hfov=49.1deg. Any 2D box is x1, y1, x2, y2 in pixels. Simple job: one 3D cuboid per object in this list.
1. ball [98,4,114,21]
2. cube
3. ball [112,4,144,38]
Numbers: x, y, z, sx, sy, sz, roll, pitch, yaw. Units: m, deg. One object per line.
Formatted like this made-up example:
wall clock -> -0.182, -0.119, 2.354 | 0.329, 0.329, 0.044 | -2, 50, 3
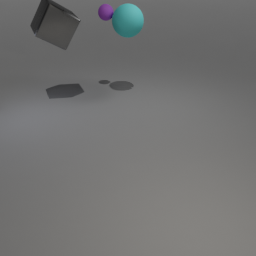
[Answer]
ball -> -0.996, -5.190, 12.569 | 0.700, 0.700, 0.700 | 0, 29, 0
cube -> -3.049, -4.353, 11.651 | 1.400, 1.400, 1.400 | 18, 24, -36
ball -> -0.008, -4.717, 12.340 | 1.400, 1.400, 1.400 | 0, 29, 0
